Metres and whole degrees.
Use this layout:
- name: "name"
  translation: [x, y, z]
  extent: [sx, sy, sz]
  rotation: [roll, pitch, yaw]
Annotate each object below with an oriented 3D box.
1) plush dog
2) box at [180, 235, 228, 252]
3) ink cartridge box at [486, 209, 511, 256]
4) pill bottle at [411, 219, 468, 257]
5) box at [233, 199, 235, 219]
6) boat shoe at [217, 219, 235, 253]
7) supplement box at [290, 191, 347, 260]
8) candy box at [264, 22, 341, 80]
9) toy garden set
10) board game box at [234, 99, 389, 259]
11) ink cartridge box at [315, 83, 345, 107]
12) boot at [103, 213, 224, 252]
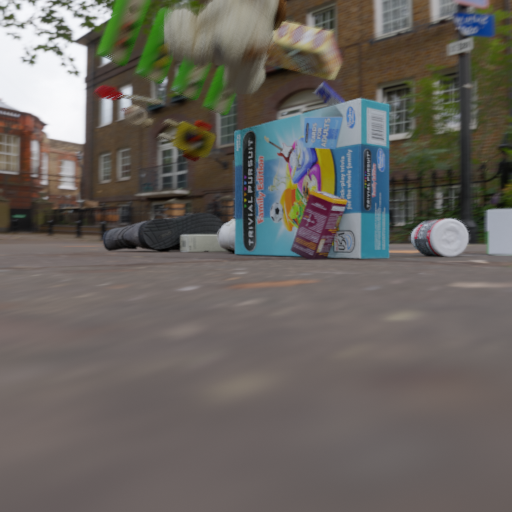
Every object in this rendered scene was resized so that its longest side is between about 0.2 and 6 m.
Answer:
- name: "plush dog"
  translation: [-0.213, -3.232, 7.600]
  extent: [1.709, 1.468, 1.371]
  rotation: [17, -12, -39]
- name: "box"
  translation: [-1.191, -0.302, 13.597]
  extent: [1.242, 0.425, 0.510]
  rotation: [0, 1, -30]
- name: "ink cartridge box"
  translation: [4.710, -0.436, 10.674]
  extent: [0.493, 0.854, 1.169]
  rotation: [0, 0, 28]
- name: "pill bottle"
  translation: [3.097, -0.301, 9.639]
  extent: [0.636, 0.636, 1.149]
  rotation: [0, 1, -6]
- name: "box"
  translation: [-0.266, -0.941, 16.829]
  extent: [0.657, 1.526, 1.250]
  rotation: [0, 2, 8]
- name: "boat shoe"
  translation: [-0.399, -0.470, 12.357]
  extent: [0.913, 0.927, 2.614]
  rotation: [3, 8, 2]
- name: "supplement box"
  translation: [0.892, -0.428, 7.945]
  extent: [0.392, 0.916, 0.505]
  rotation: [26, 15, 27]
- name: "candy box"
  translation: [0.736, -4.095, 11.028]
  extent: [1.735, 0.480, 1.001]
  rotation: [23, -5, 23]
- name: "toy garden set"
  translation: [-1.356, -2.771, 9.080]
  extent: [2.418, 2.016, 0.483]
  rotation: [16, 11, -38]
- name: "board game box"
  translation: [0.782, -1.119, 9.268]
  extent: [0.711, 2.287, 3.030]
  rotation: [-1, 2, -39]
- name: "ink cartridge box"
  translation: [1.667, -3.525, 12.418]
  extent: [0.689, 0.164, 0.697]
  rotation: [41, -7, -7]
- name: "boot"
  translation: [-2.289, -0.563, 14.323]
  extent: [1.881, 0.997, 2.858]
  rotation: [-4, -5, 43]
